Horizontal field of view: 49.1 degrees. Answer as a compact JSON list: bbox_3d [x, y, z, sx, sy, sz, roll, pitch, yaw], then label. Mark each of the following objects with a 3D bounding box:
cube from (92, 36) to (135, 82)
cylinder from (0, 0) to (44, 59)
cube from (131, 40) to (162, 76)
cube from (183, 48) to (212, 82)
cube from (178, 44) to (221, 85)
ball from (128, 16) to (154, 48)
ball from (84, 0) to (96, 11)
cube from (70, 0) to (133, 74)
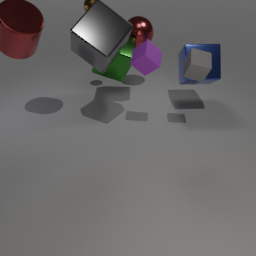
[{"bbox_3d":[-0.602,-3.059,11.803,1.400,1.400,1.400,16,51,-17],"label":"cube"},{"bbox_3d":[-3.612,-3.237,9.257,1.400,1.400,1.400,11,65,-24],"label":"cylinder"},{"bbox_3d":[0.599,-2.272,9.097,0.700,0.700,0.700,-24,46,42],"label":"cube"},{"bbox_3d":[2.271,-2.062,9.193,0.700,0.700,0.700,13,59,-6],"label":"cube"},{"bbox_3d":[2.914,-2.587,11.561,1.400,1.400,1.400,-1,1,0],"label":"cube"},{"bbox_3d":[0.462,-4.343,12.739,1.400,1.400,1.400,0,32,0],"label":"ball"},{"bbox_3d":[-1.411,-4.851,11.139,0.700,0.700,0.700,0,32,0],"label":"ball"},{"bbox_3d":[-0.890,-2.899,9.076,1.400,1.400,1.400,36,77,-3],"label":"cube"}]
